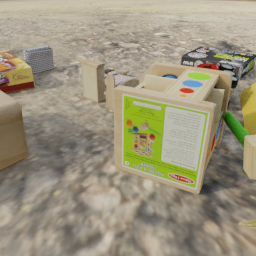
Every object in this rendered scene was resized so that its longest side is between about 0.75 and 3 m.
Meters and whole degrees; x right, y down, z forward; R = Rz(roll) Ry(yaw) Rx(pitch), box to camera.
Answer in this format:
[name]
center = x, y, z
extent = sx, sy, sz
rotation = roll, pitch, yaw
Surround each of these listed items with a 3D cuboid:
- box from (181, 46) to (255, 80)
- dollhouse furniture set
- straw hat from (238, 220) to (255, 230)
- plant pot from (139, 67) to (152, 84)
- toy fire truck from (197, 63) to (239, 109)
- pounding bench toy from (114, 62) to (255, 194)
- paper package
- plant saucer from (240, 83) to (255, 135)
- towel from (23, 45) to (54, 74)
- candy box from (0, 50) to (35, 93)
[box]
center = 3.762, -2.772, 11.641
extent = 2.518, 0.557, 2.017
rotation = 20, 35, 31
[dollhouse furniture set]
center = -0.268, -1.808, 9.266
extent = 2.114, 1.210, 2.479
rotation = 25, 38, 36
[straw hat]
center = 2.554, 1.536, 3.577
extent = 2.007, 2.007, 0.849
rotation = -5, 72, -9
[plant pot]
center = 1.016, -0.857, 7.696
extent = 1.244, 1.244, 1.329
rotation = -4, 53, -7
[toy fire truck]
center = 2.167, -1.340, 8.708
extent = 1.967, 1.265, 1.731
rotation = 15, 31, 5
[pounding bench toy]
center = 1.473, -0.093, 5.641
extent = 2.826, 1.755, 2.204
rotation = 14, 32, 24
[paper package]
center = -3.863, 0.088, 5.648
extent = 2.637, 1.432, 2.767
rotation = 25, 37, 37
[plant saucer]
center = 4.684, -0.536, 7.511
extent = 2.950, 0.715, 2.949
rotation = 8, 31, 14
[towel]
center = -3.511, -2.728, 11.188
extent = 1.140, 0.944, 0.488
rotation = -21, 39, -30
[candy box]
center = -4.682, -2.055, 10.120
extent = 1.675, 0.811, 2.871
rotation = -18, 35, -30
